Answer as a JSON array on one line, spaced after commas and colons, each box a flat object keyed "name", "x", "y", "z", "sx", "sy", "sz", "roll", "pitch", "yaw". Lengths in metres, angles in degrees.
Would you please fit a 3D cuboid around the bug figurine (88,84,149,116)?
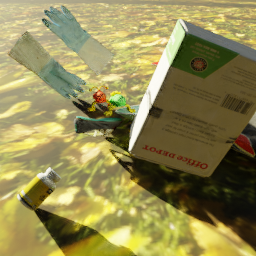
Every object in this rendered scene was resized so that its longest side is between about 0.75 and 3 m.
[{"name": "bug figurine", "x": 0.138, "y": -0.956, "z": 8.418, "sx": 2.688, "sy": 0.692, "sz": 2.085, "roll": -9, "pitch": 16, "yaw": -13}]

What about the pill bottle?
[{"name": "pill bottle", "x": -1.629, "y": 1.125, "z": 5.223, "sx": 0.770, "sy": 0.431, "sz": 0.431, "roll": -47, "pitch": 47, "yaw": -13}]

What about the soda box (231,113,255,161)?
[{"name": "soda box", "x": 2.884, "y": 0.180, "z": 6.474, "sx": 0.867, "sy": 0.776, "sz": 2.449, "roll": -50, "pitch": 46, "yaw": -8}]

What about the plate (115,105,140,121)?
[{"name": "plate", "x": 0.899, "y": -0.420, "z": 7.720, "sx": 2.490, "sy": 0.318, "sz": 2.490, "roll": -3, "pitch": 11, "yaw": 1}]

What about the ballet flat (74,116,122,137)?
[{"name": "ballet flat", "x": -0.768, "y": -0.028, "z": 7.276, "sx": 1.503, "sy": 0.549, "sz": 0.549, "roll": 0, "pitch": 22, "yaw": -46}]

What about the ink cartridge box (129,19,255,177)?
[{"name": "ink cartridge box", "x": 1.330, "y": -0.474, "z": 5.604, "sx": 1.909, "sy": 2.613, "sz": 1.102, "roll": 18, "pitch": 32, "yaw": -10}]

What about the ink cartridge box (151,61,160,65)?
[{"name": "ink cartridge box", "x": 1.950, "y": -2.062, "z": 10.674, "sx": 1.173, "sy": 0.679, "sz": 2.020, "roll": -23, "pitch": 36, "yaw": -38}]

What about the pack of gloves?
[{"name": "pack of gloves", "x": -1.936, "y": -2.279, "z": 8.805, "sx": 2.222, "sy": 2.645, "sz": 0.522, "roll": -50, "pitch": 33, "yaw": 1}]
